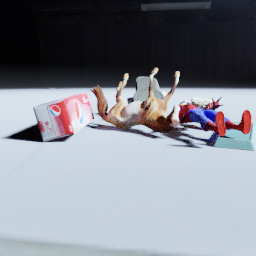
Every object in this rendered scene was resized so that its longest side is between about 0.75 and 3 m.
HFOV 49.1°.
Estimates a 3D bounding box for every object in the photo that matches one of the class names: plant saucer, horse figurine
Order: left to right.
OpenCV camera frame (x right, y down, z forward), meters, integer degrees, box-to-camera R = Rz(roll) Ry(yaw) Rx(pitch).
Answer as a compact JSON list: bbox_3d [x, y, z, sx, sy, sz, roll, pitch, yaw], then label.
[{"bbox_3d":[0.206,-0.653,7.669,2.942,1.950,0.734,-3,-26,31],"label":"horse figurine"},{"bbox_3d":[2.604,0.123,6.660,0.832,0.226,2.380,4,12,25],"label":"plant saucer"}]

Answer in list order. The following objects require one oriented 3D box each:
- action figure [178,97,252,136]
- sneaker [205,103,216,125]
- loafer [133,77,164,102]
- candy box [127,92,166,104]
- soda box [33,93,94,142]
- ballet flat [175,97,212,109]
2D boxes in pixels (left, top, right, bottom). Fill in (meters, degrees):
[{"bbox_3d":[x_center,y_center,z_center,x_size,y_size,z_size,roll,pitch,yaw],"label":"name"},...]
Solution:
[{"bbox_3d":[1.800,-0.337,6.915,0.955,0.754,2.918,-9,7,-12],"label":"action figure"},{"bbox_3d":[2.265,-0.342,8.009,0.519,0.375,1.061,-21,33,26],"label":"sneaker"},{"bbox_3d":[0.683,-0.871,9.668,1.065,0.987,2.833,4,31,3],"label":"loafer"},{"bbox_3d":[0.911,-1.271,12.865,1.312,0.560,1.564,-10,3,30],"label":"candy box"},{"bbox_3d":[-1.540,-0.366,7.267,0.782,0.863,2.466,-14,9,6],"label":"soda box"},{"bbox_3d":[2.114,-0.744,9.404,0.548,0.548,1.529,-10,-6,-45],"label":"ballet flat"}]
